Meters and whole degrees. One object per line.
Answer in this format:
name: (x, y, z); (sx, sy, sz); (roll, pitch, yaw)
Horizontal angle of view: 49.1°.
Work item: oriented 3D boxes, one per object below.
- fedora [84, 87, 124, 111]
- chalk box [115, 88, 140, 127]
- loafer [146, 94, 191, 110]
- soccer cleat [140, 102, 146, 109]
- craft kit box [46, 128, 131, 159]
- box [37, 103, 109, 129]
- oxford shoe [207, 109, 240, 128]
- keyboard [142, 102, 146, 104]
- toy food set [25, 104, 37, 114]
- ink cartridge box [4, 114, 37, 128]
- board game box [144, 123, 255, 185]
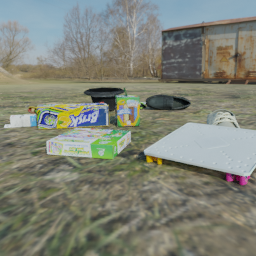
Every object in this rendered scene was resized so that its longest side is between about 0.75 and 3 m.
fedora: (-1.233, -1.502, 14.873); (2.412, 1.101, 2.412); (0, 14, 0)
chalk box: (-0.032, -0.828, 10.736); (0.887, 1.432, 0.894); (-1, 11, -6)
loafer: (2.176, -1.392, 15.017); (2.463, 0.836, 0.865); (1, 2, -14)
soccer cleat: (0.529, -1.169, 15.221); (1.112, 0.376, 0.451); (-16, 41, -41)
craft kit box: (-0.970, 0.370, 7.512); (1.751, 0.425, 1.730); (3, 14, 14)
box: (-2.044, -0.474, 10.510); (2.584, 0.831, 0.905); (-4, 11, -15)
oxford shoe: (2.757, -0.001, 8.160); (1.123, 0.862, 2.987); (6, 15, 14)
keyboard: (0.046, -1.594, 17.997); (2.233, 0.119, 0.629); (2, 17, 13)
toy food set: (-3.717, -0.632, 11.126); (0.798, 0.261, 0.469); (26, -28, -36)
ink cartridge box: (-4.094, -0.275, 10.657); (1.156, 0.386, 0.670); (-4, 12, -20)
board game box: (1.929, 0.454, 6.475); (2.302, 0.298, 2.302); (9, 23, 37)
